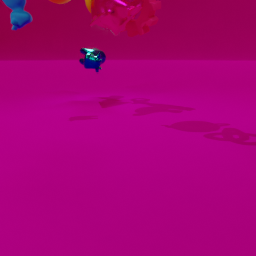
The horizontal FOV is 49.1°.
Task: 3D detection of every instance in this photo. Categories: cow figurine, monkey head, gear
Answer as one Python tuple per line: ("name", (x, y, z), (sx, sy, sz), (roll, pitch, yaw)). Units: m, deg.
("cow figurine", (-2.805, -3.037, 6.779), (1.132, 1.114, 0.621), (30, 11, -16))
("monkey head", (-0.347, -3.428, 7.890), (1.181, 1.959, 1.410), (33, -35, -30))
("cow figurine", (-1.303, -2.750, 11.223), (1.465, 0.817, 1.489), (26, 30, 31))
("gear", (0.116, -3.750, 8.459), (1.861, 1.861, 0.344), (12, 36, 39))

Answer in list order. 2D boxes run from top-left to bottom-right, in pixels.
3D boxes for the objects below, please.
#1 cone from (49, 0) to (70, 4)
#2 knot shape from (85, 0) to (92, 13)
("cone", (-2.396, -4.363, 8.510), (1.342, 1.342, 1.347), (2, 35, 9))
("knot shape", (-1.120, -4.429, 9.319), (0.720, 1.459, 1.559), (-18, 8, 1))
